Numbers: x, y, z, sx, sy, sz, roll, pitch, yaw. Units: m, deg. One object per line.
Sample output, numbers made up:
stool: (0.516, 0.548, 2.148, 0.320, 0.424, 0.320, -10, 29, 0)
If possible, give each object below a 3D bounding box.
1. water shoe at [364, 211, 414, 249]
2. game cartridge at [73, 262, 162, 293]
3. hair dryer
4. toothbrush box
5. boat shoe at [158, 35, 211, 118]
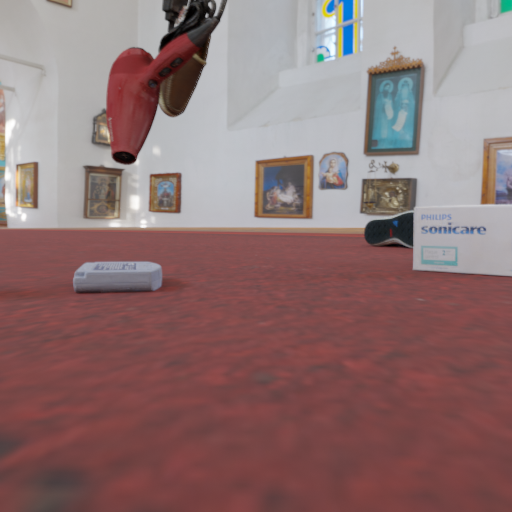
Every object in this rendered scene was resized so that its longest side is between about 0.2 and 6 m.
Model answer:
water shoe: (3.704, -0.624, 13.357, 0.966, 0.875, 2.447, 0, 4, -35)
game cartridge: (-1.375, 0.204, 5.701, 0.817, 0.251, 1.228, -4, 5, -11)
hair dryer: (-1.101, -2.006, 5.893, 0.589, 2.168, 1.651, 18, 10, -28)
toothbrush box: (3.278, -0.261, 7.563, 1.522, 0.887, 2.080, 3, 5, 41)
boat shoe: (-1.328, -3.643, 10.691, 0.745, 2.017, 0.746, 21, -16, -39)
